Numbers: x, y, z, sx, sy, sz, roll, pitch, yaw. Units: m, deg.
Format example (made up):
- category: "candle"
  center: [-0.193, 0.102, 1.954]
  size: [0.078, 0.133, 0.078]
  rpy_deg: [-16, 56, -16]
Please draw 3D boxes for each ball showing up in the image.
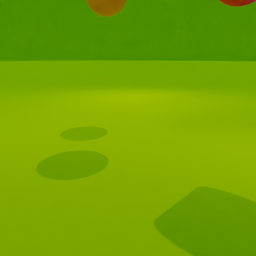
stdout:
- category: "ball"
  center: [-0.663, -4.122, 8.612]
  size: [1.297, 1.297, 1.297]
  rpy_deg: [0, 15, 0]

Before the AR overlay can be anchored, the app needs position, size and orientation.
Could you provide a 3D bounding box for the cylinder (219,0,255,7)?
- category: "cylinder"
  center: [1.692, -2.756, 4.515]
  size: [1.233, 1.233, 1.233]
  rpy_deg: [13, 12, 40]
